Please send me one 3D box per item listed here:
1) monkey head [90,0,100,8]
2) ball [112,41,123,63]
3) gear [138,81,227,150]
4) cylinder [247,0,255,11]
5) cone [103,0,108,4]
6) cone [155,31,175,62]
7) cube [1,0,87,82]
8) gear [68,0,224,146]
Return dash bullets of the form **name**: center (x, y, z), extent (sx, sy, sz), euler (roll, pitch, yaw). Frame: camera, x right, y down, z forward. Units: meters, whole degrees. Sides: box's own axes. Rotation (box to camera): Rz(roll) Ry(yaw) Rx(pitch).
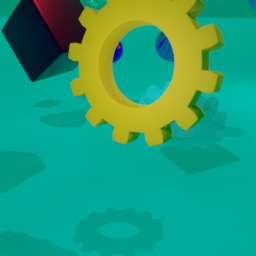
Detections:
- **monkey head**: center (-1.206, -4.858, 9.956), extent (0.846, 1.011, 1.405), euler (37, 3, 15)
- **ball**: center (-0.738, -3.223, 11.542), extent (1.100, 1.100, 1.100), euler (0, 24, 0)
- **gear**: center (0.805, -0.145, 4.356), extent (1.352, 1.352, 0.250), euler (11, 58, 23)
- **cylinder**: center (3.710, -3.061, 6.348), extent (1.392, 1.392, 1.392), euler (14, 15, -31)
- **cone**: center (-0.053, -3.893, 9.077), extent (1.666, 1.672, 1.666), euler (-4, 59, 6)
- **cone**: center (1.619, -3.233, 9.946), extent (1.379, 1.379, 1.384), euler (4, -3, 9)
- **cube**: center (-1.577, -1.924, 5.898), extent (1.273, 1.273, 1.273), euler (-27, 4, 41)
- **gear**: center (0.151, -0.787, 3.539), extent (1.990, 1.990, 0.368), euler (12, 15, 26)
